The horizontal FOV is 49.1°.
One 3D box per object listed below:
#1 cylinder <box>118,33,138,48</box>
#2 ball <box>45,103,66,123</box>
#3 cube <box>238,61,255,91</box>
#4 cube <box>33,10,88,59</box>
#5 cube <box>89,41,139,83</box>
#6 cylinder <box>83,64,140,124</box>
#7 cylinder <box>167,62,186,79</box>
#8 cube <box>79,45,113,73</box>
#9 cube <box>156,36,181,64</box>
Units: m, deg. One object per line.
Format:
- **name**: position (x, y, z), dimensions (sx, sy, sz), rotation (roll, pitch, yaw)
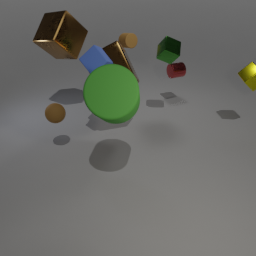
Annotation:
- **cylinder**: position (-0.002, -4.262, 13.648), dimensions (0.700, 0.700, 0.700), rotation (-17, 25, -27)
- **ball**: position (-2.505, -0.510, 9.651), dimensions (0.700, 0.700, 0.700), rotation (0, 30, 0)
- **cube**: position (4.890, -2.015, 10.974), dimensions (0.700, 0.700, 0.700), rotation (32, 31, -32)
- **cube**: position (-2.807, -3.838, 11.715), dimensions (1.400, 1.400, 1.400), rotation (11, -13, 36)
- **cube**: position (-0.566, -2.110, 10.334), dimensions (1.400, 1.400, 1.400), rotation (-25, -4, 10)
- **cylinder**: position (-0.384, -0.855, 7.548), dimensions (1.400, 1.400, 1.400), rotation (2, -3, 3)
- **cylinder**: position (2.327, -2.785, 13.510), dimensions (0.700, 0.700, 0.700), rotation (-13, 32, -19)
- **cube**: position (-1.041, -2.205, 9.241), dimensions (0.700, 0.700, 0.700), rotation (-39, -1, 15)
- **cube**: position (1.636, -3.124, 11.260), dimensions (0.700, 0.700, 0.700), rotation (16, 67, -20)
